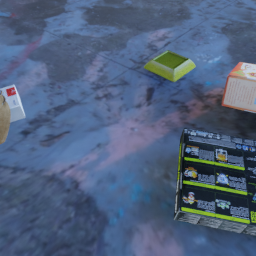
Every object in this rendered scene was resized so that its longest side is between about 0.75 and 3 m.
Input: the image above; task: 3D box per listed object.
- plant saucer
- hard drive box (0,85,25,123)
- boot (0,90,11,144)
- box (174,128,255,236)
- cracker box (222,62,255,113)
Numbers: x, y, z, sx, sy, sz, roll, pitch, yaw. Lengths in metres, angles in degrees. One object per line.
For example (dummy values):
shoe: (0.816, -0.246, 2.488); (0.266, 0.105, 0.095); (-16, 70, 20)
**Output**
plant saucer: (1.382, -2.118, 9.154); (1.265, 0.303, 1.267); (32, 52, 29)
hard drive box: (-3.359, -0.509, 7.144); (1.208, 0.464, 0.942); (-21, 49, -15)
boot: (-3.122, -0.763, 6.094); (1.024, 2.713, 0.999); (-3, 29, -37)
box: (1.987, 0.997, 5.458); (2.032, 0.483, 1.962); (10, 52, 3)
cracker box: (4.037, -0.857, 6.907); (2.953, 0.852, 1.978); (16, 27, 24)
